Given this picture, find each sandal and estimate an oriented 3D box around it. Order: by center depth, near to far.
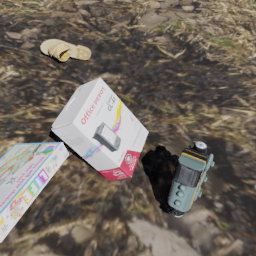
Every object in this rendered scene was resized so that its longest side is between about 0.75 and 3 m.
[{"bbox_3d":[-2.305,-2.693,10.043,1.877,0.688,0.617,8,42,0],"label":"sandal"}]

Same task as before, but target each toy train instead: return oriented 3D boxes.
[{"bbox_3d":[1.318,1.168,6.232,0.762,1.788,1.019,24,34,20],"label":"toy train"}]

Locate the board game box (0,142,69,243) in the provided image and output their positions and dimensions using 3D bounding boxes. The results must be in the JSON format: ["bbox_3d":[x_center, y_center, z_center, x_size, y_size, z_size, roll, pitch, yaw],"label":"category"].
[{"bbox_3d":[-2.702,1.276,6.384,1.683,0.429,2.504,-3,35,29],"label":"board game box"}]

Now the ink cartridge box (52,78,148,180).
[{"bbox_3d":[-0.585,0.075,6.968,0.902,2.106,1.554,-12,42,41],"label":"ink cartridge box"}]
